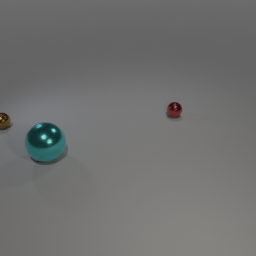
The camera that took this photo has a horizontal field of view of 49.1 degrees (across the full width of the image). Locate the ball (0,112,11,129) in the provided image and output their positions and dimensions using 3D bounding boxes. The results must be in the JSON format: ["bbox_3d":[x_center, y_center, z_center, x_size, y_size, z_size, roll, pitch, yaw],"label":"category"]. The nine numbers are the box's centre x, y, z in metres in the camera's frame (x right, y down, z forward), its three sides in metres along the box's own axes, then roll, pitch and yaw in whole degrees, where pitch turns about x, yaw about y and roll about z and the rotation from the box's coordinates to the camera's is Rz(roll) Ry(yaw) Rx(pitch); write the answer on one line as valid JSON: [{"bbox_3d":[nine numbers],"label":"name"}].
[{"bbox_3d":[-5.349,-0.310,11.875,0.700,0.700,0.700,0,31,0],"label":"ball"}]

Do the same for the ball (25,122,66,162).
[{"bbox_3d":[-2.908,0.493,9.896,1.400,1.400,1.400,0,31,0],"label":"ball"}]

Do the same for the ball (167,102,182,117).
[{"bbox_3d":[2.116,-0.835,12.713,0.700,0.700,0.700,0,31,0],"label":"ball"}]
